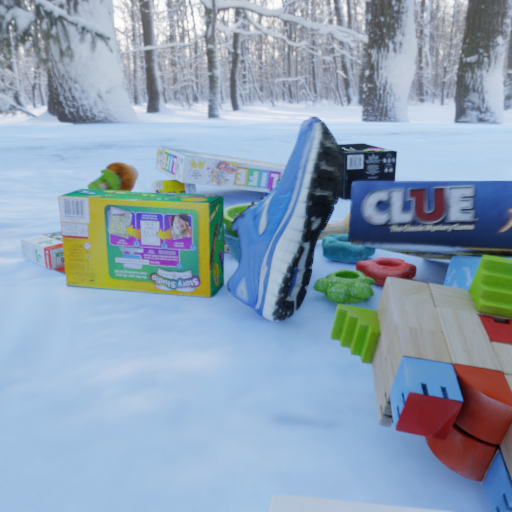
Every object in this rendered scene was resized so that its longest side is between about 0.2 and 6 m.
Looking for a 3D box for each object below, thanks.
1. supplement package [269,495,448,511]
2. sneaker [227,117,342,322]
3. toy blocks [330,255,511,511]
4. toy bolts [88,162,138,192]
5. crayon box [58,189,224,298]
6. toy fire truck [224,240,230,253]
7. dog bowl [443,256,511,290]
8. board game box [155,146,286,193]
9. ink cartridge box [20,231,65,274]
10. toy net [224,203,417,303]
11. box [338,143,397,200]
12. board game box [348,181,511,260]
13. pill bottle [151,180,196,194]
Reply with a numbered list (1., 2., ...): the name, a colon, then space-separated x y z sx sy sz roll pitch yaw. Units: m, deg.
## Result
1. supplement package: 0.537 1.642 1.716 1.196 0.851 1.536 3 16 8
2. sneaker: 0.232 -0.489 6.288 1.027 2.303 0.904 19 -2 28
3. toy blocks: 1.798 0.998 3.677 2.523 1.261 1.724 10 30 1
4. toy bolts: -2.507 -0.900 10.093 1.353 1.293 0.939 -31 5 33
5. crayon box: -1.466 -0.186 7.258 2.049 1.217 0.597 4 17 11
6. toy fire truck: -0.395 -0.160 8.778 1.111 0.271 0.783 -5 15 -26
7. dog bowl: 3.163 0.433 4.969 3.075 0.762 1.714 4 1 30
8. board game box: -0.429 -2.013 13.445 3.488 0.597 2.345 4 13 -25
9. ink cartridge box: -2.843 -0.064 8.363 1.356 0.341 0.739 13 21 40
10. toy net: 1.597 -0.450 8.710 2.442 0.899 4.655 12 20 35
11. box: 2.468 -2.140 13.955 1.370 1.146 1.844 -4 17 -12
12. board game box: 2.814 -0.283 6.441 2.469 0.631 3.644 3 -1 27
13. pill bottle: -1.883 -1.472 12.782 0.992 0.542 0.542 -5 17 -14
